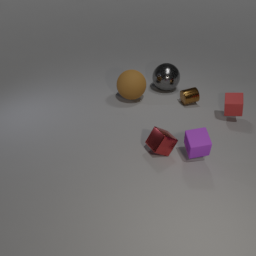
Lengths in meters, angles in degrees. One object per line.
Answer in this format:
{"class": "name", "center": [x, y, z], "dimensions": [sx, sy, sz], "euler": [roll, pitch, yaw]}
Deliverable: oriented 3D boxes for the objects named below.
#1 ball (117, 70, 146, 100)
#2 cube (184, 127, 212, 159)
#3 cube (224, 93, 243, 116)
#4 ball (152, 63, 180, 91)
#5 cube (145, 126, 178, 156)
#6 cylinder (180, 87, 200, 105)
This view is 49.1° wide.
{"class": "ball", "center": [0.162, -2.032, 13.151], "dimensions": [1.400, 1.400, 1.400], "euler": [0, 33, 0]}
{"class": "cube", "center": [2.293, 0.496, 9.263], "dimensions": [0.700, 0.700, 0.700], "euler": [-9, 53, 0]}
{"class": "cube", "center": [4.334, -0.968, 11.484], "dimensions": [0.700, 0.700, 0.700], "euler": [3, 48, 20]}
{"class": "ball", "center": [1.932, -2.574, 14.170], "dimensions": [1.400, 1.400, 1.400], "euler": [0, 33, 0]}
{"class": "cube", "center": [1.172, 0.470, 9.819], "dimensions": [0.700, 0.700, 0.700], "euler": [18, 19, -37]}
{"class": "cylinder", "center": [2.861, -1.486, 13.010], "dimensions": [0.700, 0.700, 0.700], "euler": [-15, 35, -7]}
